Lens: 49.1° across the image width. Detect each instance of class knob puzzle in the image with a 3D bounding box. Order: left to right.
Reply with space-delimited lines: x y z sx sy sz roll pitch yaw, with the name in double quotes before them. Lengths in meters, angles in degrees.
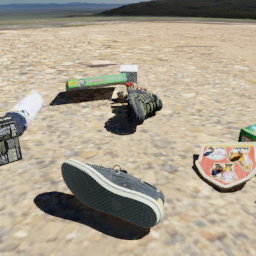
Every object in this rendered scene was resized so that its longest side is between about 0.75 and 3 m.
"knob puzzle" 2.805 0.967 7.935 1.989 0.276 1.989 -13 34 9

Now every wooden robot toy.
"wooden robot toy" -0.128 -1.715 13.090 0.850 0.826 1.874 2 21 25

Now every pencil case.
"pencil case" -3.955 -0.658 10.778 0.892 0.973 2.145 22 24 -9

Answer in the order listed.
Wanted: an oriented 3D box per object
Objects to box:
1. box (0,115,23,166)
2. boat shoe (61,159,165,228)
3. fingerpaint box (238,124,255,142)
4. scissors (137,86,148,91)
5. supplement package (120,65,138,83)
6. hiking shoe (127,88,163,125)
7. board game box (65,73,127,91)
"box" -3.862 0.416 8.343 1.096 1.338 0.576 -19 33 -32
"boat shoe" -0.398 1.448 6.776 2.815 1.050 0.876 18 27 22
"fingerpaint box" 4.919 0.567 8.621 1.873 0.823 2.245 -14 30 -25
"scissors" 0.586 -2.100 14.587 0.598 0.114 1.636 -8 27 -9
"supplement package" 0.046 -3.025 15.680 0.989 0.704 1.270 1 27 1
"hiking shoe" 0.700 -0.972 11.262 1.449 1.090 2.879 -1 27 1
"board game box" -1.607 -2.196 13.594 2.701 0.393 1.818 -9 4 -16
